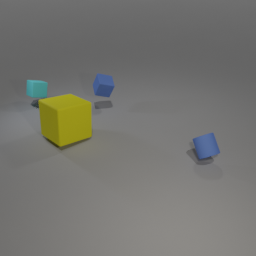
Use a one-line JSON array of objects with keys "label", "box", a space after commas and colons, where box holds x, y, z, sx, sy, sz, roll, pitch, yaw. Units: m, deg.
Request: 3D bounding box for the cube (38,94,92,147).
[{"label": "cube", "box": [-2.310, -0.342, 10.396, 1.400, 1.400, 1.400, -18, 31, -40]}]

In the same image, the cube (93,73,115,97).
[{"label": "cube", "box": [-1.081, -1.869, 12.329, 0.700, 0.700, 0.700, 6, 48, -26]}]

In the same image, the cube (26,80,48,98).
[{"label": "cube", "box": [-4.159, -1.786, 12.788, 0.700, 0.700, 0.700, -5, 18, -41]}]

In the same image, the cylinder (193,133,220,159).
[{"label": "cylinder", "box": [2.545, 0.582, 9.114, 0.700, 0.700, 0.700, -17, -8, -2]}]
